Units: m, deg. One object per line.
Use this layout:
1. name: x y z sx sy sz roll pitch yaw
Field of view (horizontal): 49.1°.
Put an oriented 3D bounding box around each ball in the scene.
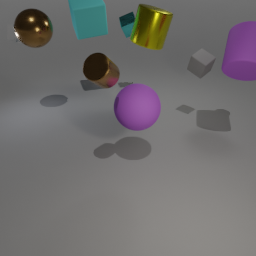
1. ball: -3.546 -3.747 10.558 1.400 1.400 1.400 0 29 0
2. ball: 0.275 -0.617 8.336 1.400 1.400 1.400 0 29 0

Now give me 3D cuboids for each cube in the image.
1. cube: -1.776 -4.999 12.457 1.400 1.400 1.400 -14 49 -10
2. cube: 0.071 -4.701 12.768 0.700 0.700 0.700 -18 59 13
3. cube: 2.833 -2.494 10.839 0.700 0.700 0.700 -38 67 -26

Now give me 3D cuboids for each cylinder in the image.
1. cylinder: -0.644 -1.391 6.866 0.700 0.700 0.700 12 -3 21
2. cylinder: 3.886 -2.461 9.111 1.400 1.400 1.400 15 -12 3
3. cylinder: 0.916 -4.004 11.109 1.400 1.400 1.400 13 29 -7
